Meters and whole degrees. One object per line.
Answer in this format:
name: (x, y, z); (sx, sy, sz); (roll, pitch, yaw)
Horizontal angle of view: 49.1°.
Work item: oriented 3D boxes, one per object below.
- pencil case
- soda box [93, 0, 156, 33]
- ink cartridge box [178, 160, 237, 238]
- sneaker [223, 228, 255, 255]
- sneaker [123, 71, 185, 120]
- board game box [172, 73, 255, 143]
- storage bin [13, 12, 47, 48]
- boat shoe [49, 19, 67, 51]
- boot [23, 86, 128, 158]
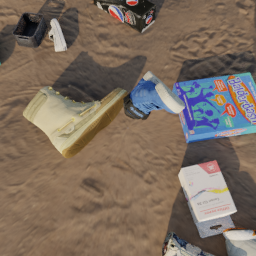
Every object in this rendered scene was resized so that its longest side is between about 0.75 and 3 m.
pencil case: (1.870, 3.493, 7.166); (2.119, 0.948, 0.824); (24, 78, 11)
soda box: (-0.203, -5.176, 11.760); (2.783, 0.881, 0.985); (38, 69, 18)
ink cartridge box: (2.325, 2.031, 8.102); (1.132, 0.656, 1.943); (-13, 63, -7)
sneaker: (3.634, 3.212, 7.518); (2.095, 0.793, 0.964); (0, 75, 4)
sneaker: (0.408, -0.443, 5.353); (0.957, 0.660, 1.719); (-48, 27, 12)
board game box: (3.126, -0.734, 9.570); (2.777, 0.625, 2.112); (-9, 63, -5)
storage bin: (-3.920, -3.941, 11.272); (0.894, 0.620, 1.322); (9, 62, 5)
boat shoe: (-2.906, -3.702, 11.200); (0.529, 0.579, 1.610); (-17, 72, -14)
boot: (-1.707, -0.755, 9.346); (2.332, 1.092, 3.000); (39, 73, 18)
